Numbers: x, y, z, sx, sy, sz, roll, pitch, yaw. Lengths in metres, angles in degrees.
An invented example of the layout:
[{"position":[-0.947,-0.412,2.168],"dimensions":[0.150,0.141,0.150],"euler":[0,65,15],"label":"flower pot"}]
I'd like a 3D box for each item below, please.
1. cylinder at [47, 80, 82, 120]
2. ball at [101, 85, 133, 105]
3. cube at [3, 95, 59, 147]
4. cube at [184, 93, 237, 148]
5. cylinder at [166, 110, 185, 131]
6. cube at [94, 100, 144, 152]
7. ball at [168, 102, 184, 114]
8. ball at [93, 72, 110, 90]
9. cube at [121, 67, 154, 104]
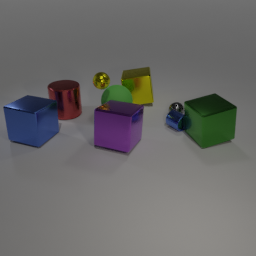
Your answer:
[{"position":[-2.823,-1.285,12.601],"dimensions":[1.400,1.400,1.400],"euler":[0,29,0],"label":"cylinder"},{"position":[-0.491,-1.203,12.358],"dimensions":[1.400,1.400,1.400],"euler":[0,29,0],"label":"ball"},{"position":[-3.647,-0.310,10.739],"dimensions":[1.400,1.400,1.400],"euler":[11,28,17],"label":"cube"},{"position":[3.089,-0.304,10.656],"dimensions":[1.400,1.400,1.400],"euler":[-16,31,-12],"label":"cube"},{"position":[2.040,-0.309,11.570],"dimensions":[0.700,0.700,0.700],"euler":[-20,34,-31],"label":"cylinder"},{"position":[-0.323,-0.119,10.318],"dimensions":[1.400,1.400,1.400],"euler":[11,23,19],"label":"cube"},{"position":[2.154,-0.801,12.467],"dimensions":[0.700,0.700,0.700],"euler":[0,29,0],"label":"ball"},{"position":[-1.062,-1.888,11.202],"dimensions":[0.700,0.700,0.700],"euler":[0,29,0],"label":"ball"},{"position":[0.484,-2.063,13.804],"dimensions":[1.400,1.400,1.400],"euler":[-7,28,7],"label":"cube"}]
